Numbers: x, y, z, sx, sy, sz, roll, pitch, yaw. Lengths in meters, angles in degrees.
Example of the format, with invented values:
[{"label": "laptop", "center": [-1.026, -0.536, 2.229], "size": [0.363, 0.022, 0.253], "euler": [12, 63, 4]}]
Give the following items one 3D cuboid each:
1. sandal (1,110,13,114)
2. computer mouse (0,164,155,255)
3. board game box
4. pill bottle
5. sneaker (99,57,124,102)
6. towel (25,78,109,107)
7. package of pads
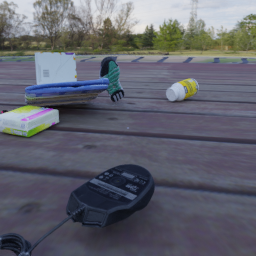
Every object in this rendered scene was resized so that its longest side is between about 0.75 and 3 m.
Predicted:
[{"label": "sandal", "center": [-3.371, -0.421, 7.897], "size": [0.392, 0.235, 1.043], "euler": [12, 23, 10]}, {"label": "computer mouse", "center": [-0.557, 1.028, 2.786], "size": [0.742, 0.431, 2.532], "euler": [16, 27, 37]}, {"label": "board game box", "center": [-2.527, -1.806, 9.965], "size": [1.257, 1.280, 2.441], "euler": [-4, 4, -14]}, {"label": "pill bottle", "center": [1.984, -1.377, 10.277], "size": [1.180, 0.661, 0.661], "euler": [-23, 27, -32]}, {"label": "sneaker", "center": [-0.673, -1.685, 9.224], "size": [0.700, 1.881, 0.823], "euler": [-28, 56, -11]}, {"label": "towel", "center": [-1.907, -1.006, 8.311], "size": [2.201, 0.357, 2.997], "euler": [-8, 0, -18]}, {"label": "package of pads", "center": [-2.466, -0.208, 6.920], "size": [0.966, 0.426, 1.250], "euler": [9, 20, 19]}]
